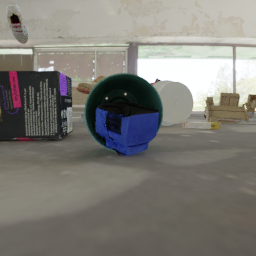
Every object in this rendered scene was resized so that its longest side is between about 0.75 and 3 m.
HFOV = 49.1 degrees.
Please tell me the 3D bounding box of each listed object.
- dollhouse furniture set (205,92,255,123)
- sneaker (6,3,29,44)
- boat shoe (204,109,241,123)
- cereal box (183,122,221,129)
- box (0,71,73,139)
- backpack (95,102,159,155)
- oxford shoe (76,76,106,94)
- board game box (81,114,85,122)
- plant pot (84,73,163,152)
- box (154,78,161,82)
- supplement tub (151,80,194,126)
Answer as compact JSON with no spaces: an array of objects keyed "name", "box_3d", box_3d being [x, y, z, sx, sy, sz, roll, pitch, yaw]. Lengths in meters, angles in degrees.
[{"name":"dollhouse furniture set","box_3d":[3.827,-0.260,10.056,2.067,1.183,2.423,4,30,10]},{"name":"sneaker","box_3d":[-2.618,-2.398,6.599,0.387,0.951,0.419,-15,45,-5]},{"name":"boat shoe","box_3d":[4.037,-0.479,11.922,1.604,0.593,0.484,8,-31,18]},{"name":"cereal box","box_3d":[2.246,-0.086,8.525,0.956,0.189,0.688,4,6,42]},{"name":"box","box_3d":[-2.483,-0.456,5.795,2.460,1.305,1.504,0,4,-1]},{"name":"backpack","box_3d":[-0.092,-0.024,3.796,0.638,0.659,0.786,-3,18,-43]},{"name":"oxford shoe","box_3d":[-1.250,-1.708,11.130,0.768,0.801,2.171,10,8,28]},{"name":"board game box","box_3d":[-1.667,-0.471,12.887,0.805,0.351,1.092,1,4,3]},{"name":"plant pot","box_3d":[-0.103,-0.253,4.221,1.087,1.087,0.872,-1,8,-7]},{"name":"box","box_3d":[1.415,-1.765,11.562,0.725,0.229,0.920,29,4,1]},{"name":"supplement tub","box_3d":[1.129,-0.891,10.060,1.578,1.578,2.249,-2,4,-22]}]
